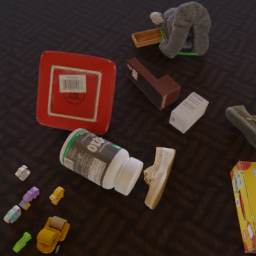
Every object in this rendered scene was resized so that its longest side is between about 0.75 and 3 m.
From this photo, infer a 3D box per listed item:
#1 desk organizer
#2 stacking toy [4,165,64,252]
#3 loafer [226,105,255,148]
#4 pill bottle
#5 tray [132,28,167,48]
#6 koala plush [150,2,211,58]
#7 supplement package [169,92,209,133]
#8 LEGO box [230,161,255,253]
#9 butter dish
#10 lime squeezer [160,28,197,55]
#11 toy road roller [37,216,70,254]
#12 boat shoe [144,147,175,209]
[{"bbox_3d":[1.049,-2.077,12.225,0.992,0.924,2.576,-30,62,-20],"label":"desk organizer"},{"bbox_3d":[-3.553,2.589,9.401,1.775,0.553,2.355,28,62,17],"label":"stacking toy"},{"bbox_3d":[4.863,-0.094,10.910,0.805,0.869,2.311,-30,62,-10],"label":"loafer"},{"bbox_3d":[-0.900,1.181,9.738,2.608,1.475,1.475,26,61,13],"label":"pill bottle"},{"bbox_3d":[1.076,-4.590,14.227,1.596,0.296,0.787,-15,59,-9],"label":"tray"},{"bbox_3d":[2.458,-5.007,13.491,2.339,2.424,2.638,-8,37,-17],"label":"koala plush"},{"bbox_3d":[2.456,-0.629,11.328,0.783,0.813,1.429,40,64,21],"label":"supplement package"},{"bbox_3d":[4.713,2.539,9.112,2.040,1.057,2.739,2,57,1],"label":"LEGO box"},{"bbox_3d":[-1.910,-1.446,11.238,2.890,2.136,2.882,9,102,3],"label":"butter dish"},{"bbox_3d":[2.209,-3.923,13.661,0.831,0.444,2.353,-42,67,-13],"label":"lime squeezer"},{"bbox_3d":[-2.389,3.308,8.757,0.695,0.826,1.131,16,58,10],"label":"toy road roller"},{"bbox_3d":[0.965,1.672,9.852,0.839,0.895,2.427,17,49,14],"label":"boat shoe"}]
